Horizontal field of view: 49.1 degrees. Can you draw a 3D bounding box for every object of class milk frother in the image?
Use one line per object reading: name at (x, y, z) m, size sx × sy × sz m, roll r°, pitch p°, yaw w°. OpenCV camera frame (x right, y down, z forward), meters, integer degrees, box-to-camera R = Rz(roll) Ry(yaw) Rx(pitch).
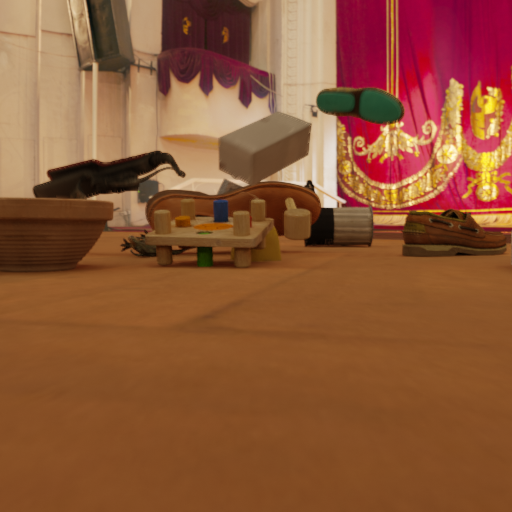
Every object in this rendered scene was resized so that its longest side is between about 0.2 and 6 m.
milk frother at (2.175, -1.176, 15.239) m, size 1.772 × 1.884 × 1.700 m, roll 1°, pitch -1°, yaw 1°

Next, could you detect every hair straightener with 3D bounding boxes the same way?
hair straightener at (-2.938, -1.317, 10.803) m, size 3.442 × 0.704 × 1.324 m, roll -3°, pitch 41°, yaw 23°

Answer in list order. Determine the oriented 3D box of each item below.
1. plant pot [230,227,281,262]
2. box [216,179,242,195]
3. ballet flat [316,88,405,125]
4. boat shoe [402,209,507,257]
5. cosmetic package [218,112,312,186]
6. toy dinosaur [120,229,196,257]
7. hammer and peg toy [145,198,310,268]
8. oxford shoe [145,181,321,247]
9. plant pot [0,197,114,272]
plant pot at (-0.008, -0.265, 9.288) m, size 0.679 × 0.695 × 0.675 m, roll -1°, pitch 3°, yaw -22°
box at (-0.319, -0.924, 12.378) m, size 1.453 × 1.133 × 0.299 m, roll 20°, pitch 12°, yaw -34°
ballet flat at (1.995, -2.852, 10.457) m, size 1.819 × 0.643 × 0.643 m, roll 17°, pitch 12°, yaw 33°
boat shoe at (3.994, -0.473, 10.956) m, size 2.682 × 0.912 × 0.965 m, roll -2°, pitch 4°, yaw -34°
cosmetic package at (0.170, -2.033, 10.471) m, size 0.905 × 0.764 × 1.694 m, roll 29°, pitch 43°, yaw 30°
toy dinosaur at (-1.996, -0.197, 10.616) m, size 0.845 × 0.455 × 1.916 m, roll 17°, pitch 7°, yaw 24°
hammer and peg toy at (-0.291, -0.356, 8.241) m, size 2.257 × 0.796 × 1.660 m, roll 1°, pitch 14°, yaw 10°
oxford shoe at (-0.297, -0.664, 11.417) m, size 3.714 × 1.325 × 1.324 m, roll -7°, pitch 31°, yaw -16°
plant pot at (-2.908, -0.278, 7.401) m, size 2.011 × 0.928 × 2.011 m, roll 0°, pitch 4°, yaw 0°
